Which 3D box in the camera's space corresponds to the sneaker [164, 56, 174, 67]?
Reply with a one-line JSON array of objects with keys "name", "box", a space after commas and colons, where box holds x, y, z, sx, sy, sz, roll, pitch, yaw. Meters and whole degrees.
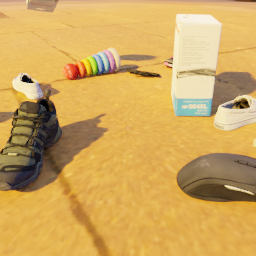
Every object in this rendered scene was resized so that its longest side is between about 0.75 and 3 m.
[{"name": "sneaker", "box": [2.250, -3.146, 12.306, 1.779, 0.778, 0.656, -21, 35, -33]}]

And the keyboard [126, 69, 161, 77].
[{"name": "keyboard", "box": [0.551, -2.132, 11.152, 1.377, 0.273, 0.717, 12, 8, 23]}]

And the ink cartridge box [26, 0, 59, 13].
[{"name": "ink cartridge box", "box": [-2.927, -4.689, 9.636, 1.028, 0.601, 1.773, -2, -4, -25]}]

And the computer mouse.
[{"name": "computer mouse", "box": [2.367, 0.646, 5.374, 2.712, 0.624, 1.905, 5, 34, 16]}]

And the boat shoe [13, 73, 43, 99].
[{"name": "boat shoe", "box": [-3.485, -1.541, 9.554, 0.667, 0.635, 1.853, -17, 33, -28]}]

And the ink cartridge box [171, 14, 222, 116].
[{"name": "ink cartridge box", "box": [1.885, -1.863, 8.149, 1.073, 2.545, 1.858, 2, 29, 4]}]

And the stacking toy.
[{"name": "stacking toy", "box": [-1.457, -2.412, 11.023, 2.278, 0.972, 0.972, -24, 36, -23]}]

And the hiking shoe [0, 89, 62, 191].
[{"name": "hiking shoe", "box": [-2.169, 0.138, 5.805, 0.996, 1.324, 2.630, 2, 29, 4]}]

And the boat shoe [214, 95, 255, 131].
[{"name": "boat shoe", "box": [3.191, -0.561, 7.719, 2.116, 0.695, 0.761, -16, 33, -26]}]
